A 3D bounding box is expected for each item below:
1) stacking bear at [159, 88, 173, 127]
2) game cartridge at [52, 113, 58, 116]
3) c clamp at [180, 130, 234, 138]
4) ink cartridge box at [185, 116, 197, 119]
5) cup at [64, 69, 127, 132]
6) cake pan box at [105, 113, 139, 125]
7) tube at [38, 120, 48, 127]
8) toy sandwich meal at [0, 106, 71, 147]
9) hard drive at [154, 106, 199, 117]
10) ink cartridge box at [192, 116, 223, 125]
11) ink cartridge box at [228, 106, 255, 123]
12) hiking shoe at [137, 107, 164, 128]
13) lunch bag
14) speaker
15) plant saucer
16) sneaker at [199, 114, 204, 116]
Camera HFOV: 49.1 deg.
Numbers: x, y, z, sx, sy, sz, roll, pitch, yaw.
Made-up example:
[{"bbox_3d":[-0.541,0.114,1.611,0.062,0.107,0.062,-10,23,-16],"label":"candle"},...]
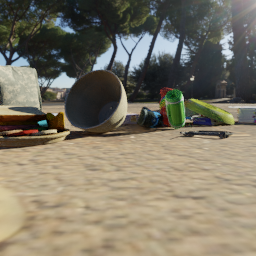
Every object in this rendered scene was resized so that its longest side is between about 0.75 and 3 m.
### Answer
[{"bbox_3d":[1.767,-0.814,12.124,1.002,1.071,1.763,7,40,9],"label":"stacking bear"},{"bbox_3d":[-4.788,-0.733,16.662,0.898,0.280,1.349,9,11,33],"label":"game cartridge"},{"bbox_3d":[2.530,0.196,8.913,1.579,0.214,1.349,1,1,18],"label":"c clamp"},{"bbox_3d":[2.777,-1.003,16.524,2.361,0.801,1.359,3,7,28],"label":"ink cartridge box"},{"bbox_3d":[-0.886,-0.732,9.948,2.194,2.194,1.569,3,-18,26],"label":"cup"},{"bbox_3d":[-0.686,-0.445,13.036,1.958,0.512,1.803,-2,5,-17],"label":"cake pan box"},{"bbox_3d":[-3.704,-0.168,11.459,1.521,0.383,0.589,-9,-2,-33],"label":"tube"},{"bbox_3d":[-3.016,-0.141,8.205,2.828,0.969,2.828,0,7,0],"label":"toy sandwich meal"},{"bbox_3d":[2.075,-0.695,13.619,2.569,0.544,1.733,-8,5,10],"label":"hard drive"},{"bbox_3d":[3.713,-0.365,12.853,1.932,0.379,0.961,-5,7,-44],"label":"ink cartridge box"},{"bbox_3d":[6.096,-0.669,13.770,2.222,0.754,1.279,2,7,16],"label":"ink cartridge box"},{"bbox_3d":[0.921,-0.344,11.633,0.968,0.831,2.233,19,10,1],"label":"hiking shoe"},{"bbox_3d":[-5.336,-1.550,12.939,1.590,2.704,2.217,6,10,40],"label":"lunch bag"},{"bbox_3d":[1.799,-0.685,10.603,0.683,1.543,0.683,-8,46,9],"label":"speaker"},{"bbox_3d":[3.793,-0.842,13.063,2.563,0.398,2.563,18,16,-5],"label":"plant saucer"},{"bbox_3d":[4.199,-0.671,15.429,0.515,0.488,1.254,-3,-4,16],"label":"sneaker"}]
